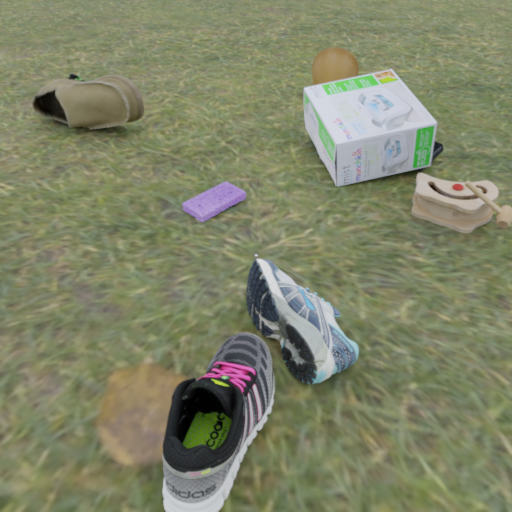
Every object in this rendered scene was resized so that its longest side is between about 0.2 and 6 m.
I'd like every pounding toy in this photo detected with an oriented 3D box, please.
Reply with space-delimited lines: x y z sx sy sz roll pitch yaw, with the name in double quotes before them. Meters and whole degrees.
"pounding toy" 3.977 -1.221 10.662 1.981 1.136 1.133 23 47 27

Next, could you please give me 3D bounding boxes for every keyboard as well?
"keyboard" 2.996 -2.541 13.048 1.387 0.296 2.309 -38 50 -26

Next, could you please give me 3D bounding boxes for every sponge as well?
"sponge" -0.836 -1.103 11.260 1.163 0.174 0.649 -32 46 -31

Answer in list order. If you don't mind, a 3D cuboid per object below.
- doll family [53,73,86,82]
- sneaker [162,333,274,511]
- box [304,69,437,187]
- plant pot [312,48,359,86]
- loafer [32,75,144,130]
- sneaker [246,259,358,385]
"doll family" -5.127 -4.625 15.581 0.970 0.659 1.679 -6 42 -13
"sneaker" -0.400 1.744 6.772 0.975 1.156 2.643 12 39 15
"box" 2.415 -2.869 12.457 2.182 1.195 2.472 -12 45 -4
"plant pot" 2.086 -4.737 15.306 1.304 1.304 1.400 7 51 9
"loafer" -4.193 -3.688 13.822 3.335 1.268 1.125 8 39 32
"sneaker" 0.627 0.899 8.309 1.004 0.903 2.326 -7 43 -29
